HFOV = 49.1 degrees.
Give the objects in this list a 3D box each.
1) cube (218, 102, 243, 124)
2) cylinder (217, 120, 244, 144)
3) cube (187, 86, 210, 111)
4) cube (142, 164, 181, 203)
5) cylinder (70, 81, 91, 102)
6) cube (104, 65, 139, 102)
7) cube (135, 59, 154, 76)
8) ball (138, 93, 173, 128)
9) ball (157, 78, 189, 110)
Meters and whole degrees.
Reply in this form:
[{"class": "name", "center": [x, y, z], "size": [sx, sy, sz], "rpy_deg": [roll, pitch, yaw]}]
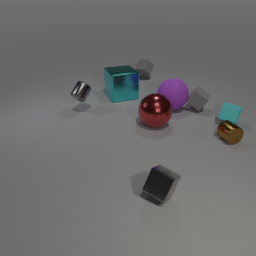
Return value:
[{"class": "cube", "center": [4.243, -0.623, 11.595], "size": [0.700, 0.700, 0.700], "rpy_deg": [23, 14, 26]}, {"class": "cylinder", "center": [3.808, 0.149, 10.448], "size": [0.700, 0.700, 0.700], "rpy_deg": [-9, 30, -17]}, {"class": "cube", "center": [3.174, -1.337, 12.660], "size": [0.700, 0.700, 0.700], "rpy_deg": [37, 35, -1]}, {"class": "cube", "center": [0.924, 1.495, 7.639], "size": [0.700, 0.700, 0.700], "rpy_deg": [27, 12, 23]}, {"class": "cylinder", "center": [-2.073, -1.600, 12.348], "size": [0.700, 0.700, 0.700], "rpy_deg": [19, 75, 31]}, {"class": "cube", "center": [-0.337, -2.264, 14.162], "size": [1.400, 1.400, 1.400], "rpy_deg": [-10, 30, -18]}, {"class": "cube", "center": [0.973, -3.570, 16.510], "size": [0.700, 0.700, 0.700], "rpy_deg": [10, -17, 42]}, {"class": "ball", "center": [1.109, -0.705, 11.355], "size": [1.400, 1.400, 1.400], "rpy_deg": [0, 29, 0]}, {"class": "ball", "center": [2.025, -1.528, 12.624], "size": [1.400, 1.400, 1.400], "rpy_deg": [0, 29, 0]}]
